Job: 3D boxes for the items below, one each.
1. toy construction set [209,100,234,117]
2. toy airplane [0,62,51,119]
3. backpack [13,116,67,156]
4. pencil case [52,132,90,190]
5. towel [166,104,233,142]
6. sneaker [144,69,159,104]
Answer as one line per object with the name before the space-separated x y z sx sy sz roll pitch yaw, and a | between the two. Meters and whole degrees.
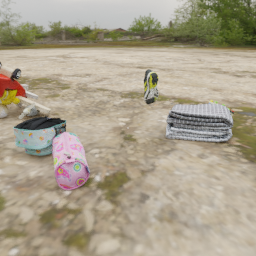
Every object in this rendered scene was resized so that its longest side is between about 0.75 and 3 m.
toy construction set | 3.863 -0.705 11.691 0.900 0.632 1.373 24 28 -5
toy airplane | -5.122 -1.339 12.049 2.886 2.037 2.874 9 -18 45
backpack | -2.680 0.235 8.448 1.251 1.091 1.423 8 9 22
pencil case | -1.542 0.780 7.372 0.885 0.885 2.024 -5 20 -14
towel | 2.539 -0.309 10.118 2.288 0.979 1.895 5 20 13
sneaker | 0.729 -1.336 9.025 0.455 1.223 0.518 -6 41 -14
